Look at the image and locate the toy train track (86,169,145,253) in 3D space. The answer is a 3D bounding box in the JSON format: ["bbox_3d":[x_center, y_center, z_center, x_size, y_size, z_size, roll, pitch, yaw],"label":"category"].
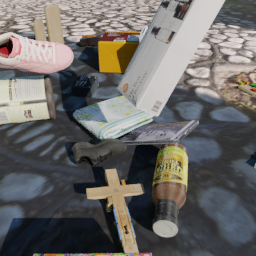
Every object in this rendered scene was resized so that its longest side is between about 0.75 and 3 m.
[{"bbox_3d":[-0.169,1.719,5.634,1.232,0.349,2.148,-2,38,-16],"label":"toy train track"}]

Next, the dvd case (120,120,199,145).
[{"bbox_3d":[0.805,0.117,7.523,1.813,0.145,1.348,-3,19,38],"label":"dvd case"}]

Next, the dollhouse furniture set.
[{"bbox_3d":[-5.072,-4.375,13.162,2.943,2.398,2.799,10,34,15],"label":"dollhouse furniture set"}]

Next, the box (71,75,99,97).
[{"bbox_3d":[-1.616,-1.606,10.675,0.773,0.432,1.096,2,32,9],"label":"box"}]

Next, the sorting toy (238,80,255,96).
[{"bbox_3d":[4.798,-1.618,10.939,0.912,0.164,1.224,-13,35,-20],"label":"sorting toy"}]

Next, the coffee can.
[{"bbox_3d":[-3.293,-0.862,8.579,1.925,1.409,1.409,-7,33,-11],"label":"coffee can"}]

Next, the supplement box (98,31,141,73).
[{"bbox_3d":[-0.217,-3.510,12.808,1.961,1.320,1.988,3,33,4],"label":"supplement box"}]

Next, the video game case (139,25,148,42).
[{"bbox_3d":[0.817,-2.994,11.437,0.216,1.963,1.789,-6,31,14],"label":"video game case"}]

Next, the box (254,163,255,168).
[{"bbox_3d":[3.684,0.907,6.994,0.844,0.174,0.658,-25,40,-35],"label":"box"}]

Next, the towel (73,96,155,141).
[{"bbox_3d":[-0.425,-0.364,8.652,2.018,0.486,1.727,-21,32,-29],"label":"towel"}]

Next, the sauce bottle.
[{"bbox_3d":[0.904,1.214,5.981,0.749,0.749,2.316,5,33,8],"label":"sauce bottle"}]

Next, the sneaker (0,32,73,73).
[{"bbox_3d":[-2.374,-1.833,6.927,2.120,0.798,1.108,-3,2,-18],"label":"sneaker"}]

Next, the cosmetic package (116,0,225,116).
[{"bbox_3d":[0.756,-1.633,5.615,0.654,2.582,1.066,19,17,-33],"label":"cosmetic package"}]

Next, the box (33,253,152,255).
[{"bbox_3d":[-0.482,2.642,3.462,1.686,1.068,1.751,0,33,-2],"label":"box"}]

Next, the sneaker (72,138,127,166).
[{"bbox_3d":[-0.719,0.674,7.153,1.406,0.534,0.638,-10,43,-2],"label":"sneaker"}]

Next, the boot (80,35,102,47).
[{"bbox_3d":[-1.976,-5.065,16.183,1.564,0.569,1.661,-8,25,2],"label":"boot"}]
